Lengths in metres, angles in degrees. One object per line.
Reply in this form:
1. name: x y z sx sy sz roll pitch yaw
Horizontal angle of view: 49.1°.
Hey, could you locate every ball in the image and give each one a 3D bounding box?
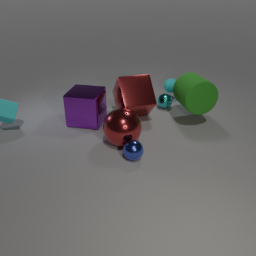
1. ball: 2.112 -2.076 13.775 0.700 0.700 0.700 0 29 0
2. ball: 1.731 -1.273 13.123 0.700 0.700 0.700 0 29 0
3. ball: -0.204 -0.019 10.136 1.400 1.400 1.400 0 29 0
4. ball: 0.178 0.749 9.480 0.700 0.700 0.700 0 29 0

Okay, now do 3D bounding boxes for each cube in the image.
1. cube: 0.238 -1.315 11.939 1.400 1.400 1.400 -8 75 -15
2. cube: -1.752 -0.914 11.767 1.400 1.400 1.400 6 29 10
3. cube: -4.831 -0.647 11.128 0.700 0.700 0.700 15 -21 -26

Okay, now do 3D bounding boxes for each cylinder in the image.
1. cylinder: 2.740 -1.431 11.513 1.400 1.400 1.400 -6 27 -11
